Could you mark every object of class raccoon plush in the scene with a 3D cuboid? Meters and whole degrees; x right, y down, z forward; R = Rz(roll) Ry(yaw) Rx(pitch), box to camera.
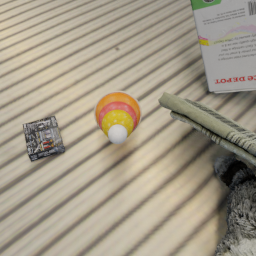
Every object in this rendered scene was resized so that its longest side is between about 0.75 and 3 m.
[{"bbox_3d":[1.829,1.734,5.027,1.836,1.326,2.740,-23,18,-8],"label":"raccoon plush"}]

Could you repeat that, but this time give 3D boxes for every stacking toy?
[{"bbox_3d":[-0.240,-0.095,5.849,1.105,1.105,1.512,1,21,1],"label":"stacking toy"}]

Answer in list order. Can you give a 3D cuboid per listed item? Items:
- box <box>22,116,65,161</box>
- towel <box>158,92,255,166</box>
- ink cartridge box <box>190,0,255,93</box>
[{"bbox_3d":[-2.012,0.220,6.669,0.819,0.258,1.039,-17,50,-14],"label":"box"},{"bbox_3d":[2.140,0.261,5.453,2.870,0.496,2.763,36,18,25],"label":"towel"},{"bbox_3d":[2.854,-2.426,6.775,2.054,2.836,1.191,0,32,36],"label":"ink cartridge box"}]
